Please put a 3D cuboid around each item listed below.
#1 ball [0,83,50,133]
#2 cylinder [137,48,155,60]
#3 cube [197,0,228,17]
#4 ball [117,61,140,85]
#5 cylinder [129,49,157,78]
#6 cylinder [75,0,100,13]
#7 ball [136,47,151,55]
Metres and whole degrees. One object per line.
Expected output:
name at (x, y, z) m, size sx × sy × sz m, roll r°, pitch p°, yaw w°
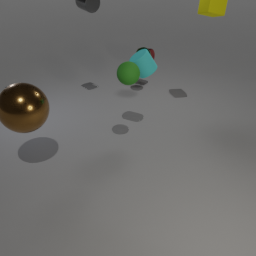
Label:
ball at (-2.909, -0.554, 7.796) m, size 1.400 × 1.400 × 1.400 m, roll 0°, pitch 31°, yaw 0°
cylinder at (0.843, -3.562, 13.771) m, size 0.700 × 0.700 × 0.700 m, roll 16°, pitch 34°, yaw 35°
cube at (2.987, -4.356, 9.875) m, size 0.700 × 0.700 × 0.700 m, roll 2°, pitch 16°, yaw -20°
ball at (0.012, -1.629, 8.349) m, size 0.700 × 0.700 × 0.700 m, roll 0°, pitch 31°, yaw 0°
cylinder at (0.511, -2.139, 9.326) m, size 0.700 × 0.700 × 0.700 m, roll -28°, pitch 31°, yaw 18°
cylinder at (-1.532, -4.827, 10.666) m, size 0.700 × 0.700 × 0.700 m, roll -24°, pitch 45°, yaw -34°
ball at (0.688, -3.309, 12.718) m, size 0.700 × 0.700 × 0.700 m, roll 0°, pitch 31°, yaw 0°
